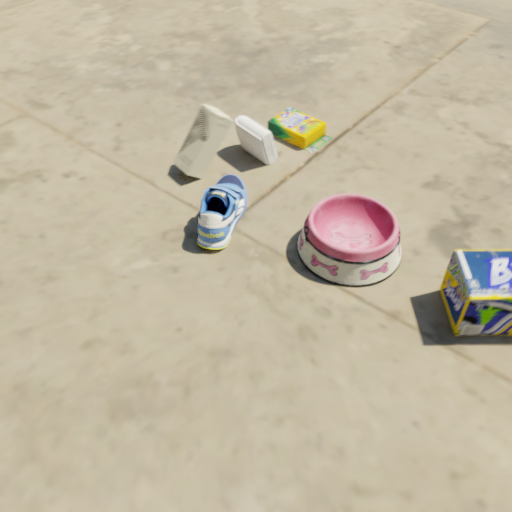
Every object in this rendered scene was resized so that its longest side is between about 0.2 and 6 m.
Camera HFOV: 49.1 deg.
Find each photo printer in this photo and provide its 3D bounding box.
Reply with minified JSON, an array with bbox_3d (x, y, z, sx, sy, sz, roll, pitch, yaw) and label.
[{"bbox_3d":[-0.039,-2.264,10.848,0.323,0.774,0.930,-41,57,-14],"label":"photo printer"}]

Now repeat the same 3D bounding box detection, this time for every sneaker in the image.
[{"bbox_3d":[-0.553,-0.913,9.515,0.662,0.737,1.792,5,44,8],"label":"sneaker"}]

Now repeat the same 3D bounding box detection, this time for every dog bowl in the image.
[{"bbox_3d":[1.524,-0.330,9.003,1.710,0.631,1.710,0,44,0],"label":"dog bowl"}]

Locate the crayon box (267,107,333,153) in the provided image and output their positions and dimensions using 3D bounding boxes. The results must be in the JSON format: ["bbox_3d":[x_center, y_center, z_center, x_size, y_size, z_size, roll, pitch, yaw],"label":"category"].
[{"bbox_3d":[0.906,-2.599,11.506,1.173,0.303,0.738,32,53,27],"label":"crayon box"}]

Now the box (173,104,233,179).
[{"bbox_3d":[-0.989,-2.104,10.347,0.519,1.264,0.432,41,20,33],"label":"box"}]

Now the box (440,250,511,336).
[{"bbox_3d":[4.162,0.522,7.962,2.765,0.889,0.969,0,45,-1],"label":"box"}]
